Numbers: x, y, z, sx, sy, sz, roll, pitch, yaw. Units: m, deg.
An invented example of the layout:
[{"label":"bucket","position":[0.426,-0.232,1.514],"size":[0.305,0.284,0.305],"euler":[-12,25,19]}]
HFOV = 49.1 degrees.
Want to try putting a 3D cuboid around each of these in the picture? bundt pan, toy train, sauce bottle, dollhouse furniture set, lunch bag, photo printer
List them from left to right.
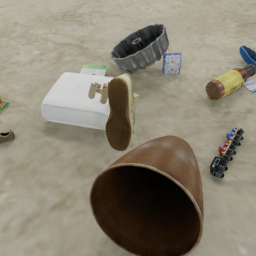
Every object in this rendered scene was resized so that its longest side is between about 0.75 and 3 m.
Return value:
[{"label":"photo printer","position":[-1.473,-1.066,10.617],"size":[2.872,0.997,2.390],"euler":[9,44,11]},{"label":"dollhouse furniture set","position":[-0.432,-0.849,8.966],"size":[1.351,0.879,1.241],"euler":[25,20,20]},{"label":"bundt pan","position":[0.617,-3.503,12.652],"size":[2.795,1.049,2.795],"euler":[-23,35,17]},{"label":"lunch bag","position":[1.985,-2.959,12.685],"size":[0.800,0.941,0.583],"euler":[-3,44,-2]},{"label":"toy train","position":[3.250,0.728,9.192],"size":[0.544,0.405,2.377],"euler":[15,45,33]},{"label":"sauce bottle","position":[4.406,-2.012,11.734],"size":[2.652,0.875,0.875],"euler":[-28,50,-25]}]

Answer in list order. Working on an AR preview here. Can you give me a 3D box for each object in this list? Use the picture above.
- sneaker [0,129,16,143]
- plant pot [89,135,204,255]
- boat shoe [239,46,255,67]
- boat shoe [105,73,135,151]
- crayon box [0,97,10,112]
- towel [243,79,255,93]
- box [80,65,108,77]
[{"label":"sneaker","position":[-4.486,0.329,9.552],"size":[1.166,0.441,0.411],"euler":[-20,47,-20]},{"label":"plant pot","position":[0.813,1.369,7.247],"size":[2.610,2.610,2.793],"euler":[16,29,16]},{"label":"boat shoe","position":[5.985,-3.302,13.291],"size":[0.608,0.745,1.770],"euler":[-26,61,-1]},{"label":"boat shoe","position":[-0.133,-0.395,8.078],"size":[0.843,2.299,0.721],"euler":[15,30,18]},{"label":"crayon box","position":[-6.232,-1.018,10.817],"size":[2.689,0.683,1.707],"euler":[15,45,15]},{"label":"towel","position":[5.350,-1.833,12.108],"size":[0.600,0.097,0.817],"euler":[-15,45,-14]},{"label":"box","position":[-1.579,-2.263,12.436],"size":[1.158,0.291,1.604],"euler":[4,45,5]}]
